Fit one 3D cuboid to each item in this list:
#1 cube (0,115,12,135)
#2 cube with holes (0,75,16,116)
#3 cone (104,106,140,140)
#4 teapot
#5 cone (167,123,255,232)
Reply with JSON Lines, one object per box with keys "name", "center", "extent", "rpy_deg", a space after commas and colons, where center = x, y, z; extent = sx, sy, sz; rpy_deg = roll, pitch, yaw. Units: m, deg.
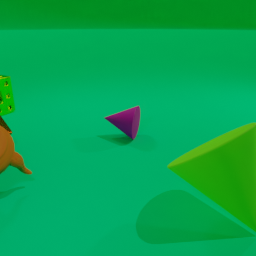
{"name": "cube", "center": [-3.438, 0.105, 6.208], "extent": [1.004, 1.004, 1.004], "rpy_deg": [-37, -1, 34]}
{"name": "cube with holes", "center": [-4.822, -1.092, 9.484], "extent": [1.253, 1.253, 1.253], "rpy_deg": [13, 25, 30]}
{"name": "cone", "center": [-0.220, -0.209, 7.623], "extent": [0.924, 0.921, 0.921], "rpy_deg": [9, 23, 13]}
{"name": "teapot", "center": [-2.559, 0.473, 4.936], "extent": [1.807, 0.885, 1.123], "rpy_deg": [18, 50, -18]}
{"name": "cone", "center": [1.619, 0.924, 4.310], "extent": [1.497, 1.502, 1.497], "rpy_deg": [-27, -6, -3]}
